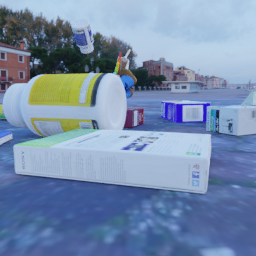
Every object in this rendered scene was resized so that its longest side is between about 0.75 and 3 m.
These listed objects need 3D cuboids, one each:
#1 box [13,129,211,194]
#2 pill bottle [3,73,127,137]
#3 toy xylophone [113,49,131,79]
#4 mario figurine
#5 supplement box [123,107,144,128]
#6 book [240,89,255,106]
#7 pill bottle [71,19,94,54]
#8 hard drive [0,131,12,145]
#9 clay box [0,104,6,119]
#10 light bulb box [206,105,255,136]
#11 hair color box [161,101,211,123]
[{"bbox_3d":[-0.072,0.351,4.063,2.438,0.443,1.760,4,8,18],"label":"box"},{"bbox_3d":[-1.484,-0.513,6.572,2.663,1.491,1.491,3,8,18],"label":"pill bottle"},{"bbox_3d":[-0.284,-2.152,10.428,0.491,1.430,1.953,10,28,2],"label":"toy xylophone"},{"bbox_3d":[-0.900,-1.039,8.540,1.341,1.561,2.529,4,30,40],"label":"mario figurine"},{"bbox_3d":[0.017,-0.359,9.051,0.723,0.561,1.309,2,8,18],"label":"supplement box"},{"bbox_3d":[4.878,-0.499,8.222,2.769,0.665,1.850,6,-10,10],"label":"book"},{"bbox_3d":[-1.294,-2.656,8.194,0.522,0.872,0.522,-5,47,5],"label":"pill bottle"},{"bbox_3d":[-3.094,0.275,5.418,1.127,0.217,1.708,-1,7,-5],"label":"hard drive"},{"bbox_3d":[-4.063,-0.741,11.746,1.539,0.638,2.679,2,7,19],"label":"clay box"},{"bbox_3d":[2.892,-0.234,7.498,1.119,0.705,1.129,-4,8,-27],"label":"light bulb box"},{"bbox_3d":[2.150,-0.676,10.873,1.290,0.765,2.360,-1,6,-6],"label":"hair color box"}]
